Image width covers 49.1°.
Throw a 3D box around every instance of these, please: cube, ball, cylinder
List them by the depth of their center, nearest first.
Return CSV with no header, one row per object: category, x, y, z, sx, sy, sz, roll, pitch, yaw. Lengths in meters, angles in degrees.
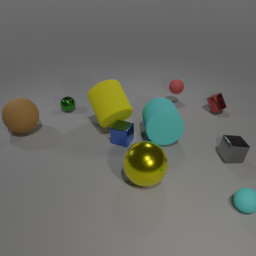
ball,3.326,2.018,7.822,0.700,0.700,0.700,0,32,0
ball,0.543,1.100,8.662,1.400,1.400,1.400,0,32,0
cube,3.680,0.729,9.807,0.700,0.700,0.700,4,31,-12
cube,-0.216,0.199,10.738,0.700,0.700,0.700,13,35,21
cylinder,1.303,-0.278,10.750,1.400,1.400,1.400,-2,28,-3
cylinder,-0.710,-0.958,11.103,1.400,1.400,1.400,-17,71,-25
ball,-4.255,-0.502,11.124,1.400,1.400,1.400,0,32,0
cylinder,4.016,-1.153,12.693,0.700,0.700,0.700,-24,8,4
ball,-2.755,-1.101,12.849,0.700,0.700,0.700,0,32,0
ball,2.287,-1.950,13.232,0.700,0.700,0.700,0,32,0
